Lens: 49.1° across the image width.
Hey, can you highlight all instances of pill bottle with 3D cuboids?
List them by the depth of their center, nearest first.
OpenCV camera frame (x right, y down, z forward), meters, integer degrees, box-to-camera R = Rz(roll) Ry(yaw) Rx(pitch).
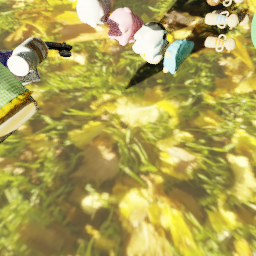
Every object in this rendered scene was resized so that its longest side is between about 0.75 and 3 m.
[{"bbox_3d":[-1.683,-1.206,4.735,0.438,0.438,0.765,7,38,5],"label":"pill bottle"}]

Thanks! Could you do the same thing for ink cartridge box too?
[{"bbox_3d":[-2.931,-1.337,6.434,1.667,0.327,0.829,-18,95,-42],"label":"ink cartridge box"}]

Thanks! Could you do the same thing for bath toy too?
[{"bbox_3d":[0.123,-2.256,6.280,2.698,1.173,0.997,35,71,9],"label":"bath toy"}]

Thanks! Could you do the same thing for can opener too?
[{"bbox_3d":[-1.724,-1.930,6.659,0.892,0.283,0.350,3,56,-41],"label":"can opener"}]

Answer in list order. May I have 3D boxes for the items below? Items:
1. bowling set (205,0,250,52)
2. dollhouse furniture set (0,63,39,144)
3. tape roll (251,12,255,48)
[{"bbox_3d":[2.123,-2.458,5.926,0.823,1.533,1.067,16,8,25],"label":"bowling set"},{"bbox_3d":[-3.014,-0.125,4.353,2.931,1.471,1.920,-46,107,-14],"label":"dollhouse furniture set"},{"bbox_3d":[2.876,-1.727,4.461,1.661,1.661,0.399,-4,42,-3],"label":"tape roll"}]
